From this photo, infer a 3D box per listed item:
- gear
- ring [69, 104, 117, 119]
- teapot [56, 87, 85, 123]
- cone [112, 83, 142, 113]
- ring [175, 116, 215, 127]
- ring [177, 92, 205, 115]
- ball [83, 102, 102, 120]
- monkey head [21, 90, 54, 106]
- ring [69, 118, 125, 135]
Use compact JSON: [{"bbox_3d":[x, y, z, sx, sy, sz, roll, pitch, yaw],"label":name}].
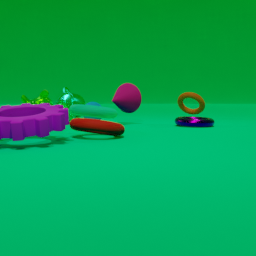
[{"bbox_3d":[-2.083,-0.168,5.548,1.757,0.325,1.757,-1,16,0],"label":"gear"},{"bbox_3d":[-0.986,-0.466,8.035,1.375,0.275,1.375,6,0,0],"label":"ring"},{"bbox_3d":[-2.256,-0.803,10.722,1.180,1.897,0.929,-26,-33,16],"label":"teapot"},{"bbox_3d":[-0.267,-1.006,9.916,1.120,1.120,1.124,3,12,29],"label":"cone"},{"bbox_3d":[2.251,-0.217,9.513,1.326,0.265,1.326,1,7,0],"label":"ring"},{"bbox_3d":[2.885,-1.112,12.814,1.278,1.278,0.256,3,47,32],"label":"ring"},{"bbox_3d":[-1.281,-0.571,10.239,0.767,0.767,0.767,0,5,0],"label":"ball"},{"bbox_3d":[-3.377,-0.906,10.537,0.943,1.126,1.565,-36,-15,-29],"label":"monkey head"},{"bbox_3d":[-0.713,-0.019,6.529,1.287,0.257,1.287,7,-5,1],"label":"ring"}]
